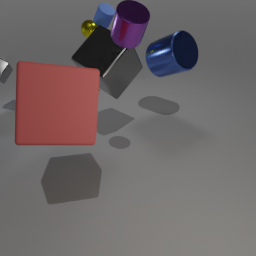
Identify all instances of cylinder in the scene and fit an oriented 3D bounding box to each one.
[{"bbox_3d":[0.037,-2.169,5.888,0.700,0.700,0.700,6,62,-12],"label":"cylinder"},{"bbox_3d":[-0.967,-4.554,11.362,0.700,0.700,0.700,14,54,-20],"label":"cylinder"},{"bbox_3d":[1.601,-2.673,10.275,1.400,1.400,1.400,-23,11,-34],"label":"cylinder"}]

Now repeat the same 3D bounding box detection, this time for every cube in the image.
[{"bbox_3d":[-1.434,-0.469,5.467,1.400,1.400,1.400,1,7,-21],"label":"cube"},{"bbox_3d":[-5.034,-2.266,10.880,0.700,0.700,0.700,26,-14,-3],"label":"cube"},{"bbox_3d":[-0.617,-2.038,8.779,1.400,1.400,1.400,35,82,25],"label":"cube"}]

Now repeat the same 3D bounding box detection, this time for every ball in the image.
[{"bbox_3d":[-1.525,-3.932,11.140,0.700,0.700,0.700,0,30,0],"label":"ball"}]
